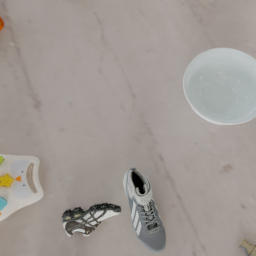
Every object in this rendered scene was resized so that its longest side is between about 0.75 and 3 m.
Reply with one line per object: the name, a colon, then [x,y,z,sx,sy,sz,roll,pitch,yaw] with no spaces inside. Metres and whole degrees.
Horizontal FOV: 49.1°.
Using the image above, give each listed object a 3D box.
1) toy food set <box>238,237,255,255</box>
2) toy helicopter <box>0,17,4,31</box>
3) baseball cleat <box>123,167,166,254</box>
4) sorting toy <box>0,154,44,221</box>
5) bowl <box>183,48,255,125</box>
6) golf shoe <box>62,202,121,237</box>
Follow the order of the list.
toy food set: [3.461,3.778,6.711,2.074,0.327,1.319,32,75,9]
toy helicopter: [-4.909,-2.684,8.451,1.644,0.981,2.486,6,78,1]
baseball cleat: [0.390,2.026,6.835,0.751,1.147,2.155,-21,76,-12]
sorting toy: [-3.112,1.403,7.284,1.665,0.988,1.850,-7,72,-21]
bowl: [2.614,-0.990,7.811,2.287,1.028,2.287,-1,69,2]
golf shoe: [-0.885,2.330,7.104,1.529,0.594,0.722,-10,85,2]
